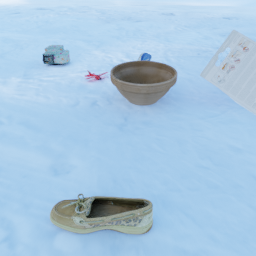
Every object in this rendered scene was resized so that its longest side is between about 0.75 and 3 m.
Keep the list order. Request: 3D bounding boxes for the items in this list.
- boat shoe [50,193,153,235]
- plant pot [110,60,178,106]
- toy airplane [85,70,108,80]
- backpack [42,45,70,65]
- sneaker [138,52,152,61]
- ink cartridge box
[{"bbox_3d":[-0.563,1.705,5.878,2.190,0.686,0.803,1,32,2],"label":"boat shoe"},{"bbox_3d":[0.595,-1.644,10.751,2.522,1.164,2.522,-1,32,0],"label":"plant pot"},{"bbox_3d":[-1.552,-2.380,12.799,1.219,0.224,1.219,-1,33,1],"label":"toy airplane"},{"bbox_3d":[-3.597,-3.721,14.269,1.273,0.976,1.119,9,27,3],"label":"backpack"},{"bbox_3d":[0.850,-2.949,13.350,0.875,0.771,1.962,15,43,10],"label":"sneaker"},{"bbox_3d":[4.105,-1.917,9.778,2.462,1.971,0.582,38,11,14],"label":"ink cartridge box"}]
